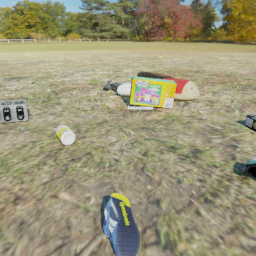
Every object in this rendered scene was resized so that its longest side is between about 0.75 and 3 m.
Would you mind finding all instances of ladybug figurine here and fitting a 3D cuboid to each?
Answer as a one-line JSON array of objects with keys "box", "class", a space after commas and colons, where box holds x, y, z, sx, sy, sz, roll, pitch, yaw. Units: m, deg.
[{"box": [2.611, -2.161, 15.301, 2.672, 0.961, 1.814, 13, 24, 33], "class": "ladybug figurine"}]

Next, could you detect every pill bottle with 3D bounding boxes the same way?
[{"box": [-2.116, 0.212, 9.383, 0.490, 0.490, 0.897, -10, 22, -25], "class": "pill bottle"}]

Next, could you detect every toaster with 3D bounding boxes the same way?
[{"box": [-4.708, -0.710, 11.629, 1.093, 0.717, 1.209, -6, 20, -18], "class": "toaster"}]

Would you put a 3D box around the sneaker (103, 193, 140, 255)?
[{"box": [-0.151, 1.821, 5.019, 0.483, 0.537, 1.306, 22, 29, -25], "class": "sneaker"}]

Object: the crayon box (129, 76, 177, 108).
[{"box": [1.153, -1.687, 13.236, 2.086, 1.239, 0.608, 6, 20, -3], "class": "crayon box"}]

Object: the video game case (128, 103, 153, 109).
[{"box": [0.598, -1.058, 13.510, 1.187, 0.107, 0.850, 1, 20, 3], "class": "video game case"}]

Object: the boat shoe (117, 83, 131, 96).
[{"box": [0.420, -2.085, 15.438, 2.024, 0.745, 0.661, -5, 17, -11], "class": "boat shoe"}]

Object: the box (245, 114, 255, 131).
[{"box": [5.698, -0.125, 10.348, 2.025, 0.466, 1.610, -5, 20, -13], "class": "box"}]

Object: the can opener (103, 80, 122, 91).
[{"box": [-0.751, -2.316, 16.637, 0.748, 0.597, 2.238, -41, 34, -12], "class": "can opener"}]

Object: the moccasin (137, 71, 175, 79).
[{"box": [1.869, -3.311, 18.559, 2.607, 0.954, 1.006, 5, 16, 17], "class": "moccasin"}]

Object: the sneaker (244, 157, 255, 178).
[{"box": [3.592, 1.164, 6.762, 1.532, 0.547, 0.612, 11, 28, 40], "class": "sneaker"}]
